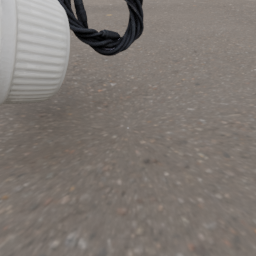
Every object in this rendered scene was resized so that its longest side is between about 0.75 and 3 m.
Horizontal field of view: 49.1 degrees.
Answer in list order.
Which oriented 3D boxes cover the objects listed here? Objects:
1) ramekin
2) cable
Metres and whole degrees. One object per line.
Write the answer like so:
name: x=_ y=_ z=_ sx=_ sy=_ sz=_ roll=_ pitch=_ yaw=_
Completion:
ramekin: x=-2.255 y=-1.714 z=5.913 sx=1.350 sy=2.571 sz=2.571 roll=0 pitch=28 yaw=-36
cable: x=-0.521 y=-2.966 z=7.034 sx=0.691 sy=2.720 sz=2.219 roll=2 pitch=70 yaw=43
